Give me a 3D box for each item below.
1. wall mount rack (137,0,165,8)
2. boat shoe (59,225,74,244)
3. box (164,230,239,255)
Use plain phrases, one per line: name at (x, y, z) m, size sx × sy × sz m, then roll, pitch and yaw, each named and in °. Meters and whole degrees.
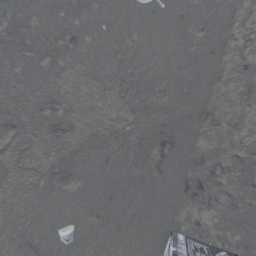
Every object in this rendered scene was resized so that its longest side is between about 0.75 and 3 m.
wall mount rack at (0.954, -3.409, 6.323) m, size 1.709 × 1.485 × 0.637 m, roll -29°, pitch 52°, yaw 22°
boat shoe at (-1.242, 2.214, 5.777) m, size 0.313 × 0.898 × 0.320 m, roll -19°, pitch 79°, yaw -22°
box at (1.361, 2.324, 4.111) m, size 1.714 × 2.164 × 0.523 m, roll 19°, pitch 89°, yaw 10°
